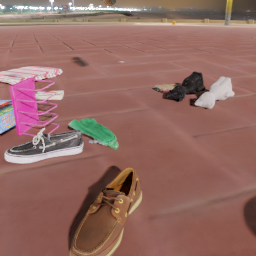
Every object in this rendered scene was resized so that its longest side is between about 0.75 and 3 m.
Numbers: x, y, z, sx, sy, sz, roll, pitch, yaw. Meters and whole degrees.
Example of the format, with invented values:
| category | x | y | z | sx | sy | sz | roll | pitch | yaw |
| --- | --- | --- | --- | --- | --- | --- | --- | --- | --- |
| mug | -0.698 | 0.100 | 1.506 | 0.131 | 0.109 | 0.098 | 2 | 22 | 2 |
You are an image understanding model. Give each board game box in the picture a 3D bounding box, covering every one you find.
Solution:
| category | x | y | z | sx | sy | sz | roll | pitch | yaw |
| --- | --- | --- | --- | --- | --- | --- | --- | --- | --- |
| board game box | -4.491 | -0.272 | 7.945 | 2.780 | 0.509 | 2.103 | 3 | 24 | 20 |

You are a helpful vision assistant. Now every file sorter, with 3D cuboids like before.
| category | x | y | z | sx | sy | sz | roll | pitch | yaw |
| --- | --- | --- | --- | --- | --- | --- | --- | --- | --- |
| file sorter | -2.507 | -0.572 | 7.765 | 0.878 | 1.400 | 0.973 | 8 | 25 | 14 |

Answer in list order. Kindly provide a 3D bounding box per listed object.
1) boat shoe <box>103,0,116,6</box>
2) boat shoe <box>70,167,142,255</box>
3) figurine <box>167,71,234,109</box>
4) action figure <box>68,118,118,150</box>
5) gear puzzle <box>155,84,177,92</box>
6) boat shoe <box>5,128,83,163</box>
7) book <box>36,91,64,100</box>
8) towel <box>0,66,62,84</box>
| category | x | y | z | sx | sy | sz | roll | pitch | yaw |
| --- | --- | --- | --- | --- | --- | --- | --- | --- | --- |
| boat shoe | -0.922 | -4.839 | 9.938 | 0.684 | 0.701 | 1.852 | -27 | 50 | 15 |
| boat shoe | -0.316 | 1.303 | 4.502 | 0.706 | 0.663 | 1.962 | 10 | 26 | 21 |
| figurine | 2.671 | -1.311 | 10.331 | 1.915 | 0.824 | 1.869 | 21 | 40 | 37 |
| action figure | -0.788 | 0.171 | 7.337 | 1.464 | 0.400 | 0.865 | 29 | 36 | 36 |
| gear puzzle | 1.901 | -1.649 | 11.648 | 1.539 | 0.202 | 0.797 | -8 | 23 | -24 |
| boat shoe | -1.964 | 0.372 | 6.612 | 1.808 | 0.617 | 0.667 | -6 | 25 | -12 |
| book | -3.014 | -1.271 | 10.776 | 0.998 | 0.240 | 0.667 | -4 | 22 | -4 |
| towel | -4.814 | -2.502 | 13.313 | 2.072 | 0.424 | 2.832 | 12 | 25 | 25 |
